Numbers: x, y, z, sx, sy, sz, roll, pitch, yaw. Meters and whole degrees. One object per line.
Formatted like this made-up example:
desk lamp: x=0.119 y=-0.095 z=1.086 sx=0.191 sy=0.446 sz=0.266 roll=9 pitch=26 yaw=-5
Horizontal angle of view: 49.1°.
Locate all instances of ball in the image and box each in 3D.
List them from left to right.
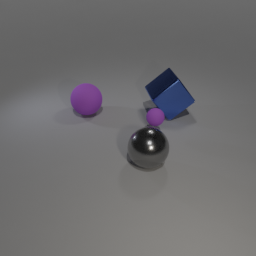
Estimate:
ball: x=-1.833 y=-1.269 z=12.370 sx=1.400 sy=1.400 sz=1.400 roll=0 pitch=33 yaw=0
ball: x=0.685 y=0.660 z=9.415 sx=1.400 sy=1.400 sz=1.400 roll=0 pitch=33 yaw=0
ball: x=1.055 y=-0.417 z=10.805 sx=0.700 sy=0.700 sz=0.700 roll=0 pitch=33 yaw=0

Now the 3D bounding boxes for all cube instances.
cube: x=1.805 y=-1.487 z=12.241 sx=1.400 sy=1.400 sz=1.400 roll=-37 pitch=32 yaw=13
